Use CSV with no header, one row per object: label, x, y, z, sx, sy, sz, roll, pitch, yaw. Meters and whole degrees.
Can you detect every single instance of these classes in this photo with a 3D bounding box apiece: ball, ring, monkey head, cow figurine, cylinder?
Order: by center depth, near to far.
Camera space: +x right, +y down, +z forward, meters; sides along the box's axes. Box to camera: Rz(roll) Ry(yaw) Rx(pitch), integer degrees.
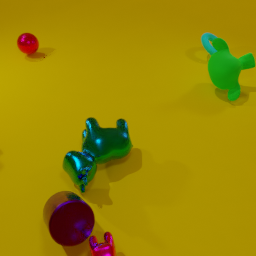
cow figurine,-0.368,2.128,4.506,0.507,0.923,0.908,-12,30,-10
cylinder,-1.065,1.577,4.973,0.777,0.777,0.777,-21,9,-23
cow figurine,-0.618,0.567,6.232,1.667,0.915,1.641,0,55,-20
monkey head,3.177,-1.857,8.564,1.391,1.934,1.165,-16,7,22
ring,3.295,-3.081,10.608,1.298,0.260,1.298,20,49,-25
ball,-3.804,-3.209,10.658,0.803,0.803,0.803,0,41,0
